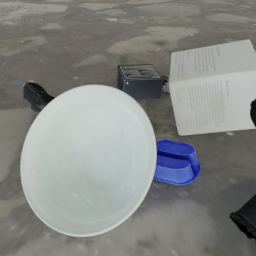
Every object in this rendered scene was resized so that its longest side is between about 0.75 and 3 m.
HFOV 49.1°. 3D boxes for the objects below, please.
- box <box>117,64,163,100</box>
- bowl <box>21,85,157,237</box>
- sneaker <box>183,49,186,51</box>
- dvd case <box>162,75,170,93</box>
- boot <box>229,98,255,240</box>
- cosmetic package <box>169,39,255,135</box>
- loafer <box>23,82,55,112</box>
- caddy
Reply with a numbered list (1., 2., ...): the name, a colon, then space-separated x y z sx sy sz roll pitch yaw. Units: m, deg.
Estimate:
1. box: 0.361 -1.598 9.769 1.343 0.828 1.332 -4 33 -11
2. bowl: -0.664 0.689 5.979 2.956 1.329 2.956 -5 74 20
3. sneaker: 2.558 -2.314 10.638 0.711 0.598 1.813 -14 57 4
4. dvd case: 1.441 -1.578 10.127 0.810 0.100 0.608 28 77 39
5. boot: 2.730 0.999 5.078 2.663 0.985 2.182 44 85 3
6. cosmetic package: 2.407 -1.117 7.861 2.217 1.829 1.828 -5 38 17
7. loafer: -2.590 -0.736 8.422 0.646 0.667 1.901 1 30 -49
8. caddy: 1.052 0.851 6.716 1.326 0.696 0.937 9 47 28
